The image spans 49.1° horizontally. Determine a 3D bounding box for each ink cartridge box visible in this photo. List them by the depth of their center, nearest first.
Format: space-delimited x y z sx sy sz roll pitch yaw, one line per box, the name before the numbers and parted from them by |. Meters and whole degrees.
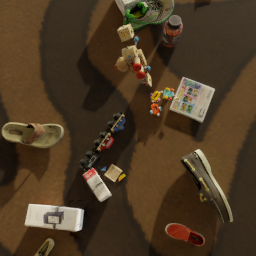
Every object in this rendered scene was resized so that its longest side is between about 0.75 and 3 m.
ink cartridge box | -2.602 3.253 10.200 1.792 1.297 0.756 6 73 2
ink cartridge box | -1.175 2.204 10.742 0.489 0.865 1.179 -34 75 -10

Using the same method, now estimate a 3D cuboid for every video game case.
video game case | 2.785 -1.247 12.133 1.487 0.194 1.634 23 75 7

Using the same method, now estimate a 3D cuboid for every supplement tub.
supplement tub | 1.967 -4.280 12.365 0.791 1.478 0.791 0 74 0

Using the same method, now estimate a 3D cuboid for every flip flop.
flip flop | -3.927 0.191 11.406 2.592 0.746 1.051 7 73 2

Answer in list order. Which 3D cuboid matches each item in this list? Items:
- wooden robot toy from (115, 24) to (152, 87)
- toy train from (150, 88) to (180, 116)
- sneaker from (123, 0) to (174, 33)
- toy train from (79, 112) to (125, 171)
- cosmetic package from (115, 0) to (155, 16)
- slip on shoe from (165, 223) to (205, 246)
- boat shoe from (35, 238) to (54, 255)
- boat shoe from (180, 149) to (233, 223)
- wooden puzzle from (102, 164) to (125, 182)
wooden robot toy | -0.006 -2.323 9.935 1.126 2.481 1.093 -10 47 20
toy train | 1.476 -1.122 12.018 1.376 0.383 1.034 -25 76 -4
sneaker | 1.017 -5.331 12.871 2.630 1.120 1.026 -30 76 -9
toy train | -0.942 0.539 11.445 0.656 0.489 2.865 34 77 6
cosmetic package | 0.679 -6.464 13.317 2.515 0.931 1.279 -26 75 -9
slip on shoe | 2.142 3.972 10.429 1.515 0.463 0.561 21 76 8
boat shoe | -3.195 4.662 10.196 0.473 0.502 1.319 24 75 7
boat shoe | 2.969 2.278 10.688 0.871 1.031 2.893 -22 69 -2
wooden puzzle | -0.582 1.817 11.269 0.882 0.103 0.595 40 73 11
